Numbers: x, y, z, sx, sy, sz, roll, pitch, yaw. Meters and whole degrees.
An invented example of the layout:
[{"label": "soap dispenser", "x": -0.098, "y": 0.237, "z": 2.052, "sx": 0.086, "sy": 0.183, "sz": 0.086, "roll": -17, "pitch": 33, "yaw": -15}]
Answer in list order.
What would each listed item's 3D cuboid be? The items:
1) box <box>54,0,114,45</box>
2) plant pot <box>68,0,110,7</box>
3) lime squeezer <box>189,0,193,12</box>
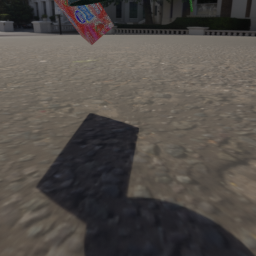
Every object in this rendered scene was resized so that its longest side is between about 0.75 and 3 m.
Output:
[{"label": "box", "x": -1.638, "y": -4.162, "z": 9.662, "sx": 1.148, "sy": 2.238, "sz": 1.059, "roll": -41, "pitch": 49, "yaw": 0}, {"label": "plant pot", "x": -0.691, "y": -4.030, "z": 7.087, "sx": 2.053, "sy": 1.376, "sz": 2.053, "roll": -11, "pitch": 21, "yaw": 4}, {"label": "lime squeezer", "x": 1.589, "y": -3.506, "z": 7.096, "sx": 0.197, "sy": 1.044, "sz": 0.369, "roll": -11, "pitch": -20, "yaw": 36}]
